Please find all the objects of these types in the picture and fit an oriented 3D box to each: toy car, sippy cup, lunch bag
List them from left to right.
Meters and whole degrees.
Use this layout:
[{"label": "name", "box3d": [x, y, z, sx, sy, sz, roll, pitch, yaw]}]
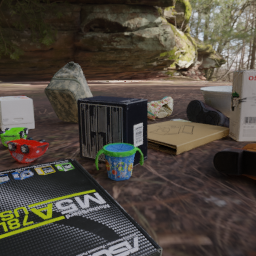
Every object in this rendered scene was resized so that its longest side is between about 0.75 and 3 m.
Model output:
[{"label": "toy car", "box3d": [-3.026, 0.408, 7.079, 2.338, 0.521, 2.200, 0, 12, -4]}, {"label": "lunch bag", "box3d": [-2.142, -1.360, 10.976, 1.362, 1.955, 1.640, 7, 52, 19]}, {"label": "sippy cup", "box3d": [-0.166, 0.678, 5.533, 0.853, 0.625, 0.670, 4, 14, 19]}]

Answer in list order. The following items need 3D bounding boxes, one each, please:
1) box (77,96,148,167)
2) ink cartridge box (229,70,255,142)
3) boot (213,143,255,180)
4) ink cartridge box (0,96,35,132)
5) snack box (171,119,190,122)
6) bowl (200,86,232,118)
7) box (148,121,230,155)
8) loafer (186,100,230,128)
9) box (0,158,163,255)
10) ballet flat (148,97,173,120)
[{"label": "box", "box3d": [-0.354, 0.025, 6.554, 1.454, 1.466, 0.903, 9, 16, 34]}, {"label": "ink cartridge box", "box3d": [3.970, -0.700, 8.419, 1.536, 2.103, 0.887, 0, 12, 0]}, {"label": "boot", "box3d": [3.065, 0.750, 5.749, 1.978, 0.720, 2.101, 0, 2, 42]}, {"label": "ink cartridge box", "box3d": [-4.126, -0.561, 10.197, 1.103, 1.098, 1.518, -7, 14, -29]}, {"label": "snack box", "box3d": [2.065, -0.218, 10.884, 0.436, 0.139, 0.751, -7, 14, -29]}, {"label": "bowl", "box3d": [4.414, -0.923, 11.204, 3.013, 1.354, 3.013, -1, 13, 0]}, {"label": "box", "box3d": [1.405, 0.177, 8.677, 2.825, 0.300, 2.309, -12, 17, -43]}, {"label": "loafer", "box3d": [2.995, -0.385, 10.418, 0.803, 0.917, 2.550, 16, 13, -17]}, {"label": "box", "box3d": [-1.166, 1.131, 2.968, 2.226, 0.529, 2.150, -7, 22, -32]}, {"label": "ballet flat", "box3d": [1.494, -0.808, 12.495, 0.804, 0.951, 2.515, 39, 33, 21]}]
